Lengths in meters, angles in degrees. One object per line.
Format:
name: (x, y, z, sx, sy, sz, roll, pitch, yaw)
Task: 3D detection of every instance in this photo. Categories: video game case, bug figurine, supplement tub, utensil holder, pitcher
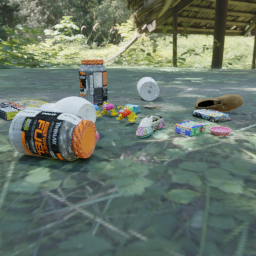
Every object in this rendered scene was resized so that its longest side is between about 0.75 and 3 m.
video game case: (-5.267, -0.983, 13.957, 2.610, 0.368, 2.889, -14, 20, -39)
bug figurine: (-0.659, -0.776, 12.376, 2.378, 0.612, 1.844, 9, 10, 23)
supplement tub: (-2.082, 0.202, 7.933, 2.170, 1.329, 1.329, 5, 16, 18)
utensil holder: (1.251, -2.427, 17.491, 1.305, 1.305, 1.536, -1, 18, -2)
pitcher: (-2.452, -0.503, 10.267, 2.212, 1.341, 1.898, 4, 0, 37)
supplement tub: (-1.903, -2.497, 15.399, 1.529, 2.496, 1.529, 0, 15, 0)

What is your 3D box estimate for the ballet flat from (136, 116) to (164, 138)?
ballet flat: (0.827, -0.126, 10.427, 0.594, 0.612, 1.720, 9, 18, 35)

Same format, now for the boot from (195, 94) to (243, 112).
boot: (4.434, -1.164, 13.530, 2.286, 0.841, 0.863, -7, 0, 10)

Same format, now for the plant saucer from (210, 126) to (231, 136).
plant saucer: (3.402, 0.119, 10.330, 0.771, 0.195, 0.771, 0, 15, 0)

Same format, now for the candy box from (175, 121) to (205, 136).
candy box: (2.318, 0.007, 10.465, 0.869, 0.335, 0.734, -14, 22, -38)

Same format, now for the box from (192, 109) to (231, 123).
box: (3.754, -0.574, 12.657, 0.966, 0.267, 1.415, -8, 18, -27)

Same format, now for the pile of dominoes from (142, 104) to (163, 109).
pile of dominoes: (1.303, -1.125, 15.033, 0.843, 0.172, 1.082, -10, 10, -30)

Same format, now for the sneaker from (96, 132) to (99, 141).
sneaker: (-1.719, 0.147, 9.278, 1.746, 0.710, 0.770, 6, 19, 19)

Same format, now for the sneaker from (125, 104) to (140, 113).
sneaker: (0.078, -0.929, 13.693, 0.696, 0.424, 1.067, 9, 9, 23)
